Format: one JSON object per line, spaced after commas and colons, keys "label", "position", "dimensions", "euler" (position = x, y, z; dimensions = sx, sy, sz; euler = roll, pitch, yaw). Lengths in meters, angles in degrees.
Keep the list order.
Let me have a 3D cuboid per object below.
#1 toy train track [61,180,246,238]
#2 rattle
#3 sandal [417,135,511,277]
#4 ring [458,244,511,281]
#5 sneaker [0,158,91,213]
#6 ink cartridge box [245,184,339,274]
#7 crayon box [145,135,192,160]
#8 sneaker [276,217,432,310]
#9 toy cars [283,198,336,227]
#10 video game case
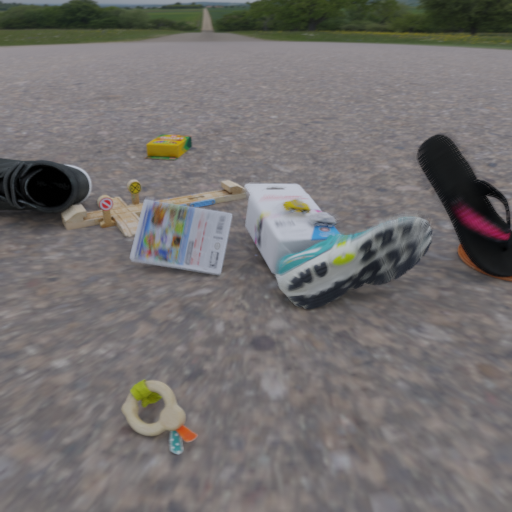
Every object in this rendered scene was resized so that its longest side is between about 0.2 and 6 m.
{"label": "toy train track", "position": [-1.729, -1.054, 9.929], "dimensions": [3.321, 0.540, 1.905], "euler": [-13, 28, -26]}
{"label": "rattle", "position": [-0.801, 1.466, 5.068], "dimensions": [0.757, 0.541, 0.493], "euler": [26, 65, 16]}
{"label": "sandal", "position": [2.908, -0.632, 7.324], "dimensions": [0.832, 2.214, 0.499], "euler": [-39, 9, -28]}
{"label": "ring", "position": [3.797, -0.039, 8.143], "dimensions": [1.634, 0.157, 1.634], "euler": [-2, 26, 1]}
{"label": "sneaker", "position": [-4.256, -1.198, 9.315], "dimensions": [2.884, 1.020, 1.430], "euler": [-3, 6, -15]}
{"label": "ink cartridge box", "position": [0.452, -0.448, 8.199], "dimensions": [0.962, 0.567, 1.671], "euler": [-3, 34, -19]}
{"label": "crayon box", "position": [-2.117, -2.629, 13.512], "dimensions": [0.808, 0.323, 1.272], "euler": [4, 26, 10]}
{"label": "sneaker", "position": [1.210, -0.068, 7.044], "dimensions": [2.043, 0.792, 0.814], "euler": [-19, 31, -4]}
{"label": "toy cars", "position": [0.754, -0.618, 7.756], "dimensions": [0.786, 0.174, 0.352], "euler": [28, 35, 16]}
{"label": "video game case", "position": [-1.042, -0.265, 7.840], "dimensions": [1.268, 0.908, 0.114], "euler": [9, -17, 3]}
